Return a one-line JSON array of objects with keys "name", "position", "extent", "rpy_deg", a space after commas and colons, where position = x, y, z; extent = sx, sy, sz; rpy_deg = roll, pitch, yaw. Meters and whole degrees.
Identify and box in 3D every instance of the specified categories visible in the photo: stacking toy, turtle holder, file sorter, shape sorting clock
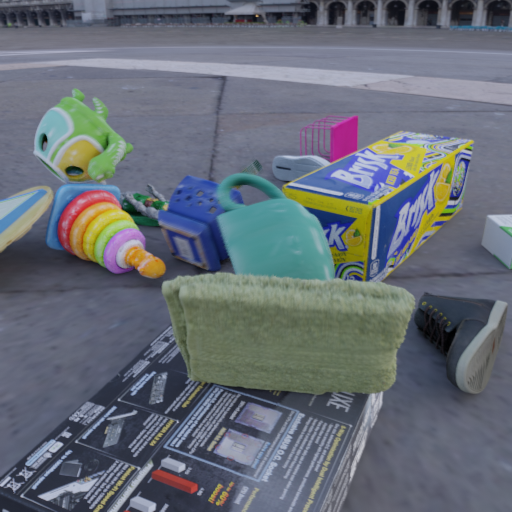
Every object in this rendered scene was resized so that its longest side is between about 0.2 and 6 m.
[{"name": "stacking toy", "position": [-2.111, -0.194, 8.519], "extent": [2.096, 1.150, 1.217], "rpy_deg": [32, 23, 30]}, {"name": "turtle holder", "position": [-2.692, -1.675, 8.846], "extent": [1.699, 1.291, 1.207], "rpy_deg": [40, 76, 10]}, {"name": "file sorter", "position": [1.815, -2.852, 13.978], "extent": [0.958, 1.061, 1.527], "rpy_deg": [11, 27, 29]}, {"name": "shape sorting clock", "position": [-4.088, -0.297, 8.412], "extent": [2.403, 0.471, 2.403], "rpy_deg": [-21, 27, 11]}]

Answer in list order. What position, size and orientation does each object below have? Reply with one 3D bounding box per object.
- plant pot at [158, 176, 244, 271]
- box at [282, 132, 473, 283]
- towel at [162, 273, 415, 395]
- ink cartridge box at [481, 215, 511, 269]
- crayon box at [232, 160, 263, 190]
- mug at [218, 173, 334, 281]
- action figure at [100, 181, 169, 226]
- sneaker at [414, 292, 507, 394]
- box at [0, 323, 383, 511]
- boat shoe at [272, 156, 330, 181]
[{"name": "plant pot", "position": [-0.832, -0.450, 8.690], "extent": [1.101, 1.101, 0.990], "rpy_deg": [20, 54, 29]}, {"name": "box", "position": [2.212, -0.976, 9.535], "extent": [1.542, 1.415, 4.402], "rpy_deg": [17, 31, 32]}, {"name": "towel", "position": [0.240, 0.640, 4.480], "extent": [1.862, 1.382, 0.340], "rpy_deg": [3, 49, 5]}, {"name": "ink cartridge box", "position": [4.508, -0.255, 8.988], "extent": [1.342, 0.564, 0.979], "rpy_deg": [-2, 25, -5]}, {"name": "crayon box", "position": [-0.249, -1.444, 10.382], "extent": [0.487, 0.200, 0.775], "rpy_deg": [-43, 8, -28]}, {"name": "mug", "position": [0.249, -0.082, 6.866], "extent": [1.133, 1.833, 1.506], "rpy_deg": [-17, 22, -3]}, {"name": "action figure", "position": [-2.177, -0.966, 10.556], "extent": [2.224, 0.608, 1.314], "rpy_deg": [15, 26, 21]}, {"name": "sneaker", "position": [2.210, 0.954, 6.435], "extent": [0.994, 0.700, 1.872], "rpy_deg": [9, 17, 30]}, {"name": "box", "position": [-0.315, 1.589, 4.878], "extent": [2.280, 0.719, 2.891], "rpy_deg": [11, 27, 22]}, {"name": "boat shoe", "position": [1.197, -1.865, 12.198], "extent": [0.682, 0.791, 2.198], "rpy_deg": [-14, 26, -29]}]
